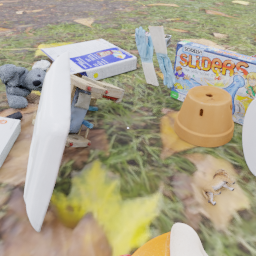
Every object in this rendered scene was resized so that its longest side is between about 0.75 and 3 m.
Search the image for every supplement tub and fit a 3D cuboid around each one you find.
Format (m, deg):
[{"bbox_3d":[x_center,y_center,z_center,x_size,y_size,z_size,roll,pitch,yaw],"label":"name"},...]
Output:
[{"bbox_3d":[4.204,0.208,6.044,2.821,1.861,1.861,1,35,2],"label":"supplement tub"}]

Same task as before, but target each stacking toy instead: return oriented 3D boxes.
[{"bbox_3d":[-0.348,2.449,3.304,2.948,2.154,2.154,-15,33,13],"label":"stacking toy"}]

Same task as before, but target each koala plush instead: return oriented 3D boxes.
[{"bbox_3d":[-3.183,-1.522,9.048,1.551,1.375,1.425,-17,23,-16],"label":"koala plush"}]

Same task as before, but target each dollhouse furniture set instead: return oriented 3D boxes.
[{"bbox_3d":[-1.076,-0.505,7.781,1.570,1.579,2.241,27,14,33],"label":"dollhouse furniture set"}]

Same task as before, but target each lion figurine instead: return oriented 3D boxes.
[{"bbox_3d":[1.863,1.213,5.944,0.945,0.342,0.579,-23,31,-23],"label":"lion figurine"}]

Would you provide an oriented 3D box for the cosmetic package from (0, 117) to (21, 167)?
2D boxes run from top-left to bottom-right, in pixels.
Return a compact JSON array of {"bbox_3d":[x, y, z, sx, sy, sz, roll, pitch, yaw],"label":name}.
[{"bbox_3d":[-3.556,0.324,6.857,1.295,0.444,1.717,11,35,-7],"label":"cosmetic package"}]

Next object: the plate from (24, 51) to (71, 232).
[{"bbox_3d":[-1.583,0.144,5.382,0.423,2.615,2.610,11,35,-20],"label":"plate"}]

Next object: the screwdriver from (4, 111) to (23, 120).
[{"bbox_3d":[-3.797,0.036,7.643,0.294,0.282,2.021,30,44,30],"label":"screwdriver"}]

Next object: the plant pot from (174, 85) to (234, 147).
[{"bbox_3d":[2.113,-0.413,7.576,1.619,1.133,1.619,1,34,0],"label":"plant pot"}]

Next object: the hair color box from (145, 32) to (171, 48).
[{"bbox_3d":[1.298,-4.366,13.828,1.512,0.458,0.749,15,37,20],"label":"hair color box"}]

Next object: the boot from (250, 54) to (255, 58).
[{"bbox_3d":[4.848,-2.707,10.370,2.356,1.699,0.853,25,42,32],"label":"boot"}]

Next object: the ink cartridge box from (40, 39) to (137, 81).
[{"bbox_3d":[-1.630,-2.780,11.422,2.936,0.690,2.902,-22,42,-26],"label":"ink cartridge box"}]

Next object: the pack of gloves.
[{"bbox_3d":[0.976,-2.358,9.200,0.409,2.072,1.741,-30,29,-20],"label":"pack of gloves"}]

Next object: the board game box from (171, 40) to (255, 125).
[{"bbox_3d":[2.602,-1.379,8.323,2.731,1.848,0.471,27,40,34],"label":"board game box"}]
